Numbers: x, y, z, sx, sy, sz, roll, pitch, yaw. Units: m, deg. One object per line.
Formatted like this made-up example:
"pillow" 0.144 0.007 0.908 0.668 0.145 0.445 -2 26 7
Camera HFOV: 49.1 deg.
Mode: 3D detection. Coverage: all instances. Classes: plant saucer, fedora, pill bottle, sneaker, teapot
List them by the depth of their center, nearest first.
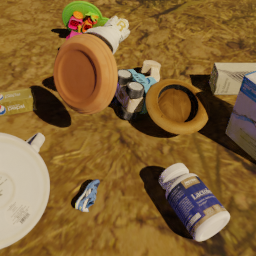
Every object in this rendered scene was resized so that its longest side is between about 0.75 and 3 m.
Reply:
"teapot" -3.346 1.411 6.688 2.810 2.053 2.774 4 80 -35
"pill bottle" 1.577 1.789 7.014 1.025 1.025 1.772 -21 49 -19
"plant saucer" -1.248 -1.390 7.429 2.132 2.132 0.399 28 24 25
"sneaker" -0.991 1.814 7.482 0.402 0.361 0.978 21 57 20
"sneaker" -0.553 -2.859 8.418 1.566 0.998 2.710 -48 18 -8
"fedora" 1.562 -0.590 9.333 2.281 0.930 2.281 5 56 -7

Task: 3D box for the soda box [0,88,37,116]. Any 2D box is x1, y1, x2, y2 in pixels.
"soda box" -4.243 -0.877 9.934 1.834 0.621 0.587 -12 47 -12

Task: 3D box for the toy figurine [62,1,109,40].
"toy figurine" -1.855 -4.102 12.775 2.562 1.924 2.358 14 56 -21

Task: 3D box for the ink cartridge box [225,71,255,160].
"ink cartridge box" 4.300 -0.416 8.278 1.711 2.324 1.681 -21 48 -20

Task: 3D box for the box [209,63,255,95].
"box" 4.468 -1.869 10.661 2.472 1.016 0.845 -1 46 1

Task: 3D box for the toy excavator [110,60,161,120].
"toy excavator" 0.562 -1.608 10.433 2.537 1.267 2.467 -11 47 -29
